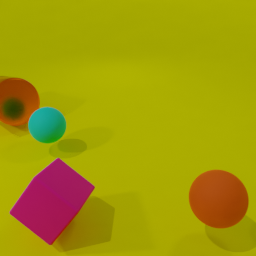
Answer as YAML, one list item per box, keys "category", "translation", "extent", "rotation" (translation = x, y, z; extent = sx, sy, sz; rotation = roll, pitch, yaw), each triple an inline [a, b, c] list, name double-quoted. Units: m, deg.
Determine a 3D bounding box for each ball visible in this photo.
- category: "ball"
  translation: [-2.020, -0.067, 7.048]
  extent: [0.919, 0.919, 0.919]
  rotation: [0, 31, 0]
- category: "ball"
  translation: [1.478, 1.157, 4.609]
  extent: [0.939, 0.939, 0.939]
  rotation: [0, 31, 0]

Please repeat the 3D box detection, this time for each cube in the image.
- category: "cube"
  translation: [-1.308, 1.269, 4.987]
  extent: [0.913, 0.913, 0.913]
  rotation: [38, 18, 0]

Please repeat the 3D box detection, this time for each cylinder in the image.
- category: "cylinder"
  translation: [-3.515, -0.838, 8.309]
  extent: [1.353, 1.353, 1.353]
  rotation: [-24, 25, -34]
